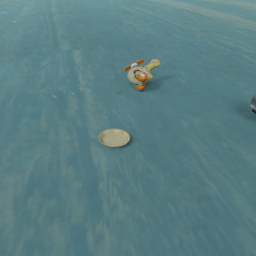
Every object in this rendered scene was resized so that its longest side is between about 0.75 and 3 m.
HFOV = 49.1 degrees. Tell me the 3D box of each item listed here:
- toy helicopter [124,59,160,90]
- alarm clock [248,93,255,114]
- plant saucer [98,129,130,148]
[{"bbox_3d":[0.547,-2.056,9.847,0.973,0.580,1.471,40,59,18],"label":"toy helicopter"},{"bbox_3d":[3.804,-0.790,7.433,0.845,1.253,0.417,23,17,-34],"label":"alarm clock"},{"bbox_3d":[-0.354,0.289,7.168,0.799,0.141,0.799,2,33,-1],"label":"plant saucer"}]
